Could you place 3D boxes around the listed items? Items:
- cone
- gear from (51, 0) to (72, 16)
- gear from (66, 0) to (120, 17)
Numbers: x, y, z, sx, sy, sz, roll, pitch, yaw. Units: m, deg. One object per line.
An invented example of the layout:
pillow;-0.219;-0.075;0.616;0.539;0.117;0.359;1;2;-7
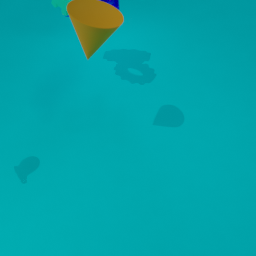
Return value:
cone;-0.655;-1.626;5.038;0.963;0.966;0.963;10;47;-10
gear;-1.413;-3.357;6.424;1.491;1.491;0.276;33;52;21
gear;-1.087;-3.572;8.277;1.648;1.648;0.305;-3;88;-2
